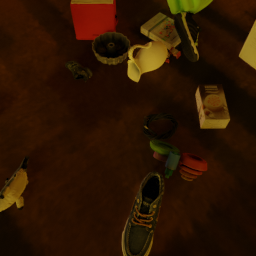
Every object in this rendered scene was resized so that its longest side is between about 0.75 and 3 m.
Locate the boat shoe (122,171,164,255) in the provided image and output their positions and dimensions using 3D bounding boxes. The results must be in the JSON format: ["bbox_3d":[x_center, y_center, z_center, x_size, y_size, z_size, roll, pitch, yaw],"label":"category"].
[{"bbox_3d":[0.422,2.500,8.018,0.896,1.149,2.532,13,60,8],"label":"boat shoe"}]

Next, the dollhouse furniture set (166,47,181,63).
[{"bbox_3d":[1.813,-3.014,11.874,0.795,0.323,0.428,-45,67,-4],"label":"dollhouse furniture set"}]

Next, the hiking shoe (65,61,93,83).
[{"bbox_3d":[-2.078,-2.281,11.294,1.243,0.471,0.626,25,59,13],"label":"hiking shoe"}]

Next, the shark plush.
[{"bbox_3d":[-3.689,1.680,8.846,0.810,0.884,1.945,-9,59,31],"label":"shark plush"}]

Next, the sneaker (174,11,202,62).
[{"bbox_3d":[2.738,-3.983,11.839,0.987,0.854,2.383,-14,78,-7],"label":"sneaker"}]

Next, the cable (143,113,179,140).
[{"bbox_3d":[1.190,-0.056,10.043,1.285,0.327,1.049,0,59,-1],"label":"cable"}]

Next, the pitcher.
[{"bbox_3d":[0.733,-2.863,11.050,1.732,1.486,1.050,-40,57,-21],"label":"pitcher"}]

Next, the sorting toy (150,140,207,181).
[{"bbox_3d":[1.502,1.129,9.063,2.020,1.214,0.829,23,102,22],"label":"sorting toy"}]

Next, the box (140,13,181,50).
[{"bbox_3d":[1.670,-4.379,12.626,1.773,0.365,1.383,39,67,20],"label":"box"}]

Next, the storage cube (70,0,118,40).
[{"bbox_3d":[-1.459,-5.151,12.238,2.036,1.830,1.740,0,59,-1],"label":"storage cube"}]

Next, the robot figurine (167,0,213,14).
[{"bbox_3d":[2.927,-6.144,12.731,2.578,1.700,2.938,4,34,44],"label":"robot figurine"}]

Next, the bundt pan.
[{"bbox_3d":[-0.690,-3.280,11.820,1.619,0.608,1.619,0,58,0],"label":"bundt pan"}]

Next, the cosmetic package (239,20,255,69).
[{"bbox_3d":[5.952,-3.477,11.019,1.807,2.160,1.797,-33,65,-18],"label":"cosmetic package"}]

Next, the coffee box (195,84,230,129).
[{"bbox_3d":[3.077,-0.810,10.313,0.909,0.634,1.589,-1,59,-1],"label":"coffee box"}]
